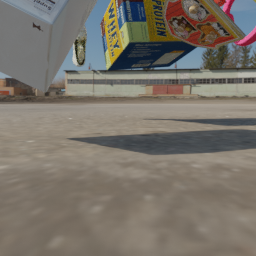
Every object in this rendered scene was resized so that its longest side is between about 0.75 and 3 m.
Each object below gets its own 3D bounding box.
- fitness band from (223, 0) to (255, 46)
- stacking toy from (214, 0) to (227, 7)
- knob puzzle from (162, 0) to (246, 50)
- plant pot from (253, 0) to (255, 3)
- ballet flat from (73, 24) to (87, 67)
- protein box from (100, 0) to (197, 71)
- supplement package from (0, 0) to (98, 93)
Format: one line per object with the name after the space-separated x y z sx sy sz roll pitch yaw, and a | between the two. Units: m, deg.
3.629 -3.574 8.581 0.413 2.207 1.585 13 -29 -25 | fitness band
2.507 -4.134 8.516 1.189 1.076 0.502 -25 38 -26 | stacking toy
1.204 -1.890 5.253 1.606 0.223 1.606 28 -10 5 | knob puzzle
4.049 -3.395 6.942 1.722 1.873 1.873 49 29 21 | plant pot
-1.817 -3.237 10.630 0.666 1.918 0.666 3 28 -1 | ballet flat
0.738 -3.380 9.823 2.764 1.878 2.784 -8 -4 -18 | protein box
-1.873 -2.744 5.322 2.202 2.923 2.218 25 -26 -9 | supplement package
